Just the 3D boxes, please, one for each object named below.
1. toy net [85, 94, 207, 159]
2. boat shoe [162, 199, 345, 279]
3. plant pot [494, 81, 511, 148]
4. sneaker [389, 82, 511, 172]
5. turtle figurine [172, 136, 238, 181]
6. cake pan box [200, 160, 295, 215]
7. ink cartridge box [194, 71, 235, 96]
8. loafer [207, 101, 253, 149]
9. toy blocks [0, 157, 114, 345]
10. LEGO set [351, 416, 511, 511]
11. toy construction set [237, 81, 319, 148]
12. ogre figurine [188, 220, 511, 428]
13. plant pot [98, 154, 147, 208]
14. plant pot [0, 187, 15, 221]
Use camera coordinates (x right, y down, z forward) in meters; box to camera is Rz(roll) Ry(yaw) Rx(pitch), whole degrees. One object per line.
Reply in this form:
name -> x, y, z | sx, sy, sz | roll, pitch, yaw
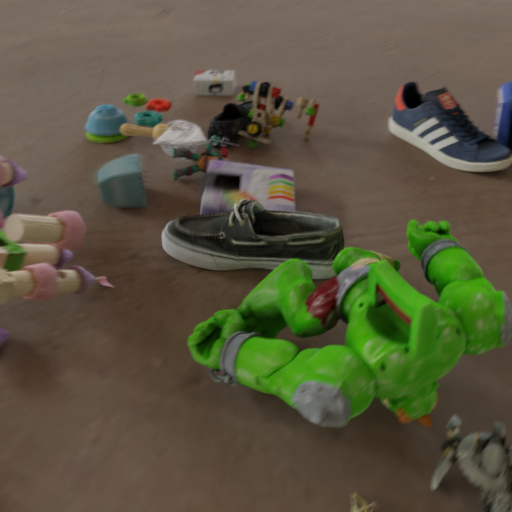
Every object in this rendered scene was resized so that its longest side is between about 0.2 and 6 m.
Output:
toy net -> -2.380, -2.992, 13.325 | 3.725, 0.719, 1.954 | 27, 41, 33
boat shoe -> -0.058, -0.456, 9.614 | 3.247, 1.151, 1.170 | 5, 38, 8
plant pot -> 6.362, -3.256, 13.119 | 1.364, 1.517, 1.517 | 5, 37, 18
sneaker -> 4.433, -3.068, 12.884 | 1.232, 1.389, 3.286 | -25, 44, -30
turtle figurine -> -1.069, -1.986, 12.027 | 1.414, 1.059, 0.712 | -3, -3, -4
cake pan box -> -0.176, -1.201, 10.994 | 1.852, 0.484, 1.706 | 8, 37, -2
ink cartridge box -> -1.188, -5.000, 16.193 | 1.123, 0.465, 0.818 | 0, 37, 0
loafer -> -0.483, -3.403, 13.812 | 0.767, 0.793, 2.260 | 16, 40, 20
toy blocks -> -3.851, 0.039, 8.767 | 2.484, 2.658, 2.237 | 34, 14, 21
LEGO set -> 2.486, 2.533, 5.957 | 2.910, 0.825, 1.890 | -24, 44, -28
toy construction set -> 0.442, -3.217, 13.515 | 1.939, 1.490, 1.617 | 14, 6, -9
ogre figurine -> 1.411, 0.841, 7.258 | 4.165, 2.044, 2.497 | -3, 24, -24
plant pot -> -2.713, -1.451, 11.255 | 0.849, 0.831, 0.833 | -11, 38, -7
plant pot -> -5.508, -1.153, 10.044 | 1.855, 1.975, 1.975 | 18, 40, 12
